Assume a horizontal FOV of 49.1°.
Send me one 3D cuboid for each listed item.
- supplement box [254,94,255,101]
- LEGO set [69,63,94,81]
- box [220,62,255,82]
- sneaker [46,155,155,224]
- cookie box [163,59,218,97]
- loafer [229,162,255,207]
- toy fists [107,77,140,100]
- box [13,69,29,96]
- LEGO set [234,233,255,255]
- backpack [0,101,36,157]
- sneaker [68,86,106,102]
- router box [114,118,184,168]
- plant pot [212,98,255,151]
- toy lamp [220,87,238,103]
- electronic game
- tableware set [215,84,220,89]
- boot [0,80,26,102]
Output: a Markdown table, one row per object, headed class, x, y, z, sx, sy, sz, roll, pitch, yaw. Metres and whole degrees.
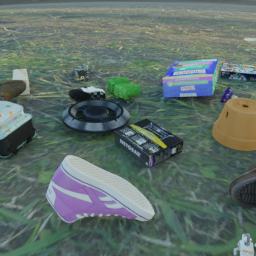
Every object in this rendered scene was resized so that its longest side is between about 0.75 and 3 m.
| class | x | y | z | sx | sy | sz | roll | pitch | yaw |
| --- | --- | --- | --- | --- | --- | --- | --- | --- | --- |
| supplement box | 6.476 | -1.125 | 10.844 | 1.372 | 1.740 | 2.658 | -24 | 37 | -32 |
| LEGO set | -2.516 | -3.186 | 15.458 | 1.293 | 0.564 | 1.991 | -12 | 33 | -20 |
| box | 6.305 | -3.088 | 15.420 | 2.292 | 0.432 | 1.565 | 9 | 32 | 15 |
| sneaker | -0.709 | 1.827 | 6.766 | 2.552 | 1.455 | 0.925 | 31 | 12 | -9 |
| cookie box | 3.063 | -2.414 | 13.407 | 2.267 | 0.996 | 2.650 | 1 | 29 | 22 |
| loafer | 3.545 | 1.418 | 7.571 | 2.381 | 0.869 | 0.845 | -9 | 22 | -27 |
| toy fists | -0.299 | -1.870 | 13.145 | 1.043 | 0.704 | 2.046 | -6 | 29 | -24 |
| box | -5.229 | -2.259 | 13.691 | 0.649 | 0.792 | 1.668 | -9 | 33 | -16 |
| LEGO set | 3.595 | 2.720 | 5.431 | 2.939 | 1.094 | 1.352 | 16 | 65 | 15 |
| backpack | -4.352 | -0.045 | 9.330 | 1.924 | 1.475 | 1.691 | 8 | 37 | 23 |
| sneaker | -1.869 | -1.569 | 12.741 | 1.657 | 0.614 | 0.733 | 3 | 29 | -14 |
| router box | 0.667 | 0.438 | 9.400 | 1.477 | 0.491 | 1.879 | -21 | 36 | -31 |
| plant pot | 3.969 | -0.226 | 9.772 | 1.817 | 1.272 | 1.817 | 0 | 32 | 0 |
| toy lamp | 4.948 | -0.732 | 10.763 | 2.673 | 0.778 | 0.778 | 31 | 40 | 17 |
| electronic game | -1.233 | -0.471 | 10.876 | 2.597 | 0.540 | 2.597 | 2 | 29 | -1 |
| tableware set | 3.929 | -2.142 | 14.014 | 1.182 | 0.237 | 0.781 | -9 | 32 | -15 |
| boot | -5.214 | -1.036 | 11.607 | 1.374 | 1.059 | 2.834 | 35 | 52 | 28 |
